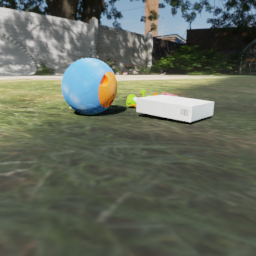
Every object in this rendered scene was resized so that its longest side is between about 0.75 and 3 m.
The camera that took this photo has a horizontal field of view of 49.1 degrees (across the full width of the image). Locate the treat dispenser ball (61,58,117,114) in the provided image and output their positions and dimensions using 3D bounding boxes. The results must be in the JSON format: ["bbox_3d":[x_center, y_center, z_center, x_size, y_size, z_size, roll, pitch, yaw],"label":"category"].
[{"bbox_3d":[-1.354,-1.461,9.935,1.975,1.975,1.975,0,13,0],"label":"treat dispenser ball"}]

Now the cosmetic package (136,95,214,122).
[{"bbox_3d":[1.584,-0.716,9.482,2.108,0.545,1.590,14,20,39],"label":"cosmetic package"}]

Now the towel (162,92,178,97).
[{"bbox_3d":[1.852,-1.107,11.362,0.766,0.119,1.059,11,32,-22],"label":"towel"}]

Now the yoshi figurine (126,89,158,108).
[{"bbox_3d":[0.532,-1.205,11.761,1.369,0.769,0.766,-7,3,-16],"label":"yoshi figurine"}]
